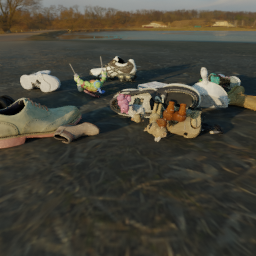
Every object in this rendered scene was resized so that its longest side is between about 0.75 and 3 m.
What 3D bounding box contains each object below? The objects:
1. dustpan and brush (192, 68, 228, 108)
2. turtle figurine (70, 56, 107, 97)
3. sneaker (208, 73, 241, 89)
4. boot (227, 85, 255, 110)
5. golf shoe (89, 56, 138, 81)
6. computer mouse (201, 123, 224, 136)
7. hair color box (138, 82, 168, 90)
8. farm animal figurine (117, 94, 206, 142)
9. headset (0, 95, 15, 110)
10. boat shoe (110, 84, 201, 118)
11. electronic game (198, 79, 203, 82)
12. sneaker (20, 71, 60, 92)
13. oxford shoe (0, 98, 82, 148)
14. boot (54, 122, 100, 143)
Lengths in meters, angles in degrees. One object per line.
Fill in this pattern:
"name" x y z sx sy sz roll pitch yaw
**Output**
"dustpan and brush" 2.367 -1.190 8.471 1.229 0.504 1.761 5 -17 24
"turtle figurine" -1.438 -1.953 10.723 1.151 1.599 1.550 -44 13 -19
"sneaker" 3.912 -1.970 11.791 0.904 0.626 1.498 -9 21 -24
"boot" 4.138 -0.944 9.330 1.555 0.514 1.362 18 40 42
"golf shoe" -0.725 -2.913 13.582 2.442 1.154 0.949 5 22 16
"computer mouse" 1.951 0.048 7.112 0.920 0.212 0.646 7 21 -4
"hair color box" 1.260 -1.181 9.819 0.901 0.545 1.802 -16 26 -36
"farm animal figurine" 0.713 -0.185 6.870 1.919 0.965 1.550 14 6 40
"headset" -3.794 -0.382 7.797 1.307 0.995 2.117 -14 40 -43
"boat shoe" 0.733 -0.763 8.151 2.632 0.972 0.794 5 21 21
"electronic game" 3.663 -2.131 12.855 0.839 0.175 0.839 0 21 0
"sneaker" -3.411 -2.013 11.711 1.999 0.751 1.149 7 24 28
"oxford shoe" -2.226 -0.285 6.890 0.910 0.949 2.570 17 27 38
"boot" -1.259 0.139 6.746 0.975 0.343 0.713 7 28 20
